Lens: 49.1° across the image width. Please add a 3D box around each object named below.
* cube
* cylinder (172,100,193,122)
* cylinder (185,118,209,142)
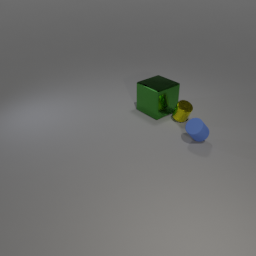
[{"bbox_3d":[1.353,-1.433,12.832,1.400,1.400,1.400,-24,38,-32],"label":"cube"},{"bbox_3d":[2.357,-0.732,12.127,0.700,0.700,0.700,8,52,-10],"label":"cylinder"},{"bbox_3d":[2.638,0.068,10.636,0.700,0.700,0.700,-19,55,29],"label":"cylinder"}]
